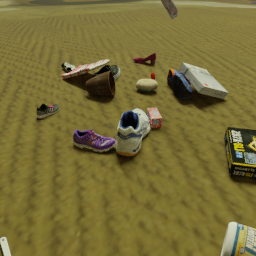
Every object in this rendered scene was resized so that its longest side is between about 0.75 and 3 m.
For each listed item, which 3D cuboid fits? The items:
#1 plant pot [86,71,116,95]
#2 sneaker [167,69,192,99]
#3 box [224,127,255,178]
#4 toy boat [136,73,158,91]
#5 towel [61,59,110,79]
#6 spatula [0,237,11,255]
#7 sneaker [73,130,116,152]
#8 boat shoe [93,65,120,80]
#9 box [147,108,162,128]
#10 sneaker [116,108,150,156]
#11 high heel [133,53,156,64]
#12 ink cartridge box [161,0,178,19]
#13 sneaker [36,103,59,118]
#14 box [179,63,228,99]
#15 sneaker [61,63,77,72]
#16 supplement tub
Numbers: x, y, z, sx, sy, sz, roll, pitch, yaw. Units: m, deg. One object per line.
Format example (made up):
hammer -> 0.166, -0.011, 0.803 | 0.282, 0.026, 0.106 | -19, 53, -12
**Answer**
plant pot -> -1.382, -2.109, 13.825 | 1.279, 1.196, 1.196 | -8, 31, 12
sneaker -> 2.798, -2.322, 14.186 | 1.073, 1.031, 2.736 | 0, 34, -8
box -> 4.323, 0.827, 9.565 | 1.790, 0.553, 2.242 | 5, 33, 11
toy boat -> 1.114, -2.293, 14.560 | 1.159, 0.641, 1.379 | 11, 41, 25
towel -> -2.388, -3.316, 15.576 | 2.376, 0.355, 1.739 | -5, 24, 39
spatula -> -2.947, 3.345, 5.958 | 1.451, 0.168, 2.087 | -23, 37, -24
sneaker -> -1.238, 0.406, 10.095 | 1.642, 0.685, 0.662 | 7, 33, 10
boat shoe -> -1.143, -3.016, 15.426 | 0.964, 0.795, 2.809 | 10, 34, 16
box -> 1.083, -0.436, 11.632 | 0.437, 0.474, 0.924 | -5, 32, -7
sneaker -> 0.260, -0.201, 10.530 | 1.076, 1.260, 2.858 | 4, 31, 8
high heel -> 1.072, -4.535, 17.904 | 1.529, 0.735, 0.516 | 10, 34, 16
ink cartridge box -> 1.703, -5.116, 11.673 | 0.339, 0.965, 1.616 | -32, 5, 16
sneaker -> -3.510, -0.860, 12.251 | 0.444, 0.527, 1.205 | 24, 40, 33
box -> 3.704, -2.343, 13.819 | 1.686, 0.445, 2.163 | 8, 37, -30
sneaker -> -3.639, -3.620, 16.746 | 1.133, 0.420, 0.501 | 18, 34, 27
supplement tub -> 2.802, 2.736, 6.063 | 1.395, 1.009, 1.009 | 14, 35, 21
